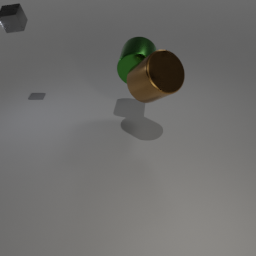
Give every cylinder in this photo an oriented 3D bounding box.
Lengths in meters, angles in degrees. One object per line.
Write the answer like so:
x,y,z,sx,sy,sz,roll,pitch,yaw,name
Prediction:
0.867,-1.626,9.073,1.400,1.400,1.400,-19,1,-27,cylinder
0.373,-2.522,10.618,1.400,1.400,1.400,4,42,6,cylinder

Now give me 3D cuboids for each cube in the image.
-4.198,-4.002,10.230,0.700,0.700,0.700,-5,55,6,cube
